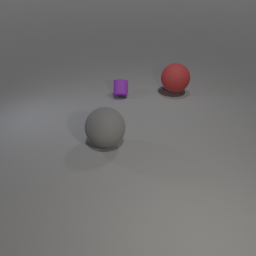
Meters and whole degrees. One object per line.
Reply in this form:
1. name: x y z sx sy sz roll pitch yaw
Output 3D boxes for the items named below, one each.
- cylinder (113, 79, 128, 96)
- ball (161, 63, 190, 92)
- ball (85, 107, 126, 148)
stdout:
1. cylinder: -0.344 -1.931 13.449 0.700 0.700 0.700 1 -3 0
2. ball: 2.299 -2.429 13.557 1.400 1.400 1.400 0 30 0
3. ball: -0.783 -0.024 9.635 1.400 1.400 1.400 0 30 0
